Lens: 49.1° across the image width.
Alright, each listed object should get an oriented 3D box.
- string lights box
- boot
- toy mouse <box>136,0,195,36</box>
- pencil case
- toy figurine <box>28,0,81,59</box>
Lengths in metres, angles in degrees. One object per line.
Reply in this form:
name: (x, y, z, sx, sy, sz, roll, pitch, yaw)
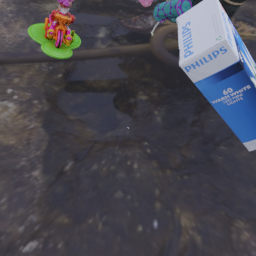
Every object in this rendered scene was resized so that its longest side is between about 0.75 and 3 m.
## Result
string lights box: (2.067, -0.931, 5.508, 0.853, 2.893, 1.487, -25, 43, 32)
boot: (1.788, -3.276, 6.956, 0.956, 1.708, 2.469, 0, 55, -17)
toy mouse: (1.000, -3.670, 7.722, 2.735, 2.430, 0.529, 14, 5, -5)
pencil case: (1.047, -2.787, 6.665, 0.433, 0.470, 1.018, -8, 15, -26)
toy figurine: (-1.868, -3.274, 7.750, 1.575, 1.931, 2.098, 5, 41, -21)
